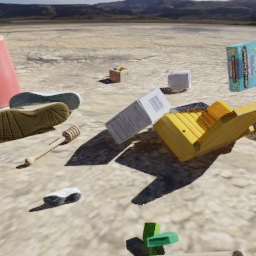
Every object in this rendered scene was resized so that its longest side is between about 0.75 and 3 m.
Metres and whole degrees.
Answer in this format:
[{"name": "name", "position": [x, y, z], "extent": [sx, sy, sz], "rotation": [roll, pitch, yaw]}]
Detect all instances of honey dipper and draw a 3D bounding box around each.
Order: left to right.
[{"name": "honey dipper", "position": [-2.187, 0.504, 8.175], "extent": [0.392, 0.392, 2.064], "rotation": [15, 32, 28]}]

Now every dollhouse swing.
[{"name": "dollhouse swing", "position": [2.342, -0.432, 7.823], "extent": [2.350, 2.066, 2.136], "rotation": [-15, 50, -28]}]

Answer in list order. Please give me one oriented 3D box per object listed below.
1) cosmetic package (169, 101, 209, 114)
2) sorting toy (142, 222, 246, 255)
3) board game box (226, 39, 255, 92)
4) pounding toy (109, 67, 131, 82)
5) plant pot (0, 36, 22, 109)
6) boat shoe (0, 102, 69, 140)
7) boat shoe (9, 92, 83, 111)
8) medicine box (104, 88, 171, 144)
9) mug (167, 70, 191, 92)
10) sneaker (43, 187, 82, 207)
[{"name": "cosmetic package", "position": [2.136, -0.469, 9.808], "extent": [1.322, 0.683, 0.577], "rotation": [-11, 26, -25]}, {"name": "sorting toy", "position": [0.942, 2.358, 4.183], "extent": [1.882, 0.375, 2.547], "rotation": [-6, 29, -1]}, {"name": "board game box", "position": [4.375, -2.258, 9.793], "extent": [2.036, 1.537, 0.478], "rotation": [-20, 20, -25]}, {"name": "pounding toy", "position": [-0.481, -3.050, 15.276], "extent": [1.404, 0.642, 1.233], "rotation": [22, 33, 38]}, {"name": "plant pot", "position": [-6.002, -2.393, 11.461], "extent": [2.896, 2.562, 2.896], "rotation": [3, 28, -2]}, {"name": "boat shoe", "position": [-3.353, -0.269, 9.217], "extent": [2.743, 1.004, 0.889], "rotation": [-12, 15, -27]}, {"name": "boat shoe", "position": [-3.062, -0.921, 10.705], "extent": [2.715, 0.947, 0.967], "rotation": [-3, 3, 0]}, {"name": "medicine box", "position": [0.307, -0.378, 8.598], "extent": [1.552, 0.799, 1.413], "rotation": [-32, 3, 38]}, {"name": "mug", "position": [2.420, -2.181, 13.362], "extent": [1.020, 0.859, 1.164], "rotation": [-2, 52, 19]}, {"name": "sneaker", "position": [-1.453, 1.499, 6.159], "extent": [0.826, 0.291, 0.331], "rotation": [-3, 19, -24]}]
